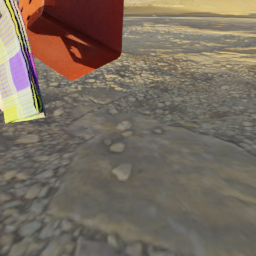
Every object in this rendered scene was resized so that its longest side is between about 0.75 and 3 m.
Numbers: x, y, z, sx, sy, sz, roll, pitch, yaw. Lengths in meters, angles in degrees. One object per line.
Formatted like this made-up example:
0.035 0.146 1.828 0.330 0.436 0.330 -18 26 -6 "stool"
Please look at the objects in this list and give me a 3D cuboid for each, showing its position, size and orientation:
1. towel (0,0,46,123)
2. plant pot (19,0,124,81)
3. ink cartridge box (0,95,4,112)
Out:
-1.900 -1.000 4.491 1.311 1.826 0.208 -5 10 44 "towel"
-1.459 -2.591 6.624 1.824 2.068 2.070 15 -19 -42 "plant pot"
-2.367 -1.026 5.205 1.141 0.926 0.286 49 31 6 "ink cartridge box"
